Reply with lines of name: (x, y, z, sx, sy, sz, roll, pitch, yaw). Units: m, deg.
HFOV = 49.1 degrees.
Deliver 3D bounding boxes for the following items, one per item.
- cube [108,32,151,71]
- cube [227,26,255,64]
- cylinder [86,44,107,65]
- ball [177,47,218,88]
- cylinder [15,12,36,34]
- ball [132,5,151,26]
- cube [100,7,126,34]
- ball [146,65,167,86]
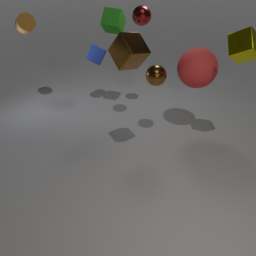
cube: (0.031, -2.011, 7.347, 0.700, 0.700, 0.700, -16, 73, -40)
cube: (3.350, -2.358, 8.064, 0.700, 0.700, 0.700, -9, -17, 41)
cylinder: (-1.375, -3.195, 12.175, 0.700, 0.700, 0.700, 27, 12, -6)
ball: (2.427, -2.096, 9.796, 1.400, 1.400, 1.400, 0, 31, 0)
cylinder: (-4.119, -4.193, 11.229, 0.700, 0.700, 0.700, -16, 14, -25)
ball: (0.499, -4.078, 10.169, 0.700, 0.700, 0.700, 0, 31, 0)
cube: (-0.543, -4.002, 10.489, 0.700, 0.700, 0.700, 13, -4, 14)
ball: (0.935, -1.747, 9.313, 0.700, 0.700, 0.700, 0, 31, 0)
